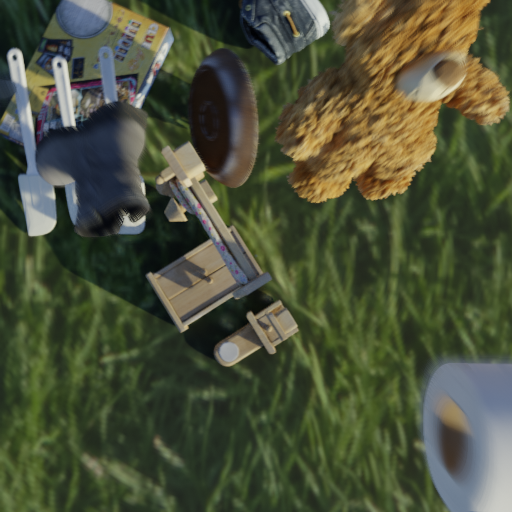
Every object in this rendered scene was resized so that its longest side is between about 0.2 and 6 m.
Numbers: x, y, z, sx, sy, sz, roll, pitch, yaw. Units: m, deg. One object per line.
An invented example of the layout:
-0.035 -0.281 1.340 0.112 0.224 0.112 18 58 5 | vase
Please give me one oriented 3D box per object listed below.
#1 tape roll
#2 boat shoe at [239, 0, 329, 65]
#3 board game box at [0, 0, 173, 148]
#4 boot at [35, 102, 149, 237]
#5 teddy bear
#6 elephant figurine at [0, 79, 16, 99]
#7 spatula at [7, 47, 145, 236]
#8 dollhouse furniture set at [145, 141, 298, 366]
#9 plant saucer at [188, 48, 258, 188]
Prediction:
2.861 2.136 6.581 1.197 1.744 1.744 1 86 -6 | tape roll
0.021 -4.412 9.246 1.134 0.884 2.498 -39 89 -7 | boat shoe
-2.828 -2.868 9.359 1.872 0.478 2.763 25 86 2 | board game box
-1.969 -0.813 6.374 0.691 1.980 1.303 13 68 -42 | boot
1.558 -1.641 6.740 2.692 3.713 1.239 10 61 -20 | teddy bear
-3.969 -2.361 6.372 1.542 2.179 1.691 10 54 -4 | elephant figurine
-2.864 -1.749 8.891 2.048 0.236 2.945 0 107 8 | spatula
-0.717 0.401 7.685 1.650 3.379 2.882 -32 87 -2 | dollhouse furniture set
-0.479 -1.657 6.853 0.268 1.670 1.670 -10 86 -26 | plant saucer
